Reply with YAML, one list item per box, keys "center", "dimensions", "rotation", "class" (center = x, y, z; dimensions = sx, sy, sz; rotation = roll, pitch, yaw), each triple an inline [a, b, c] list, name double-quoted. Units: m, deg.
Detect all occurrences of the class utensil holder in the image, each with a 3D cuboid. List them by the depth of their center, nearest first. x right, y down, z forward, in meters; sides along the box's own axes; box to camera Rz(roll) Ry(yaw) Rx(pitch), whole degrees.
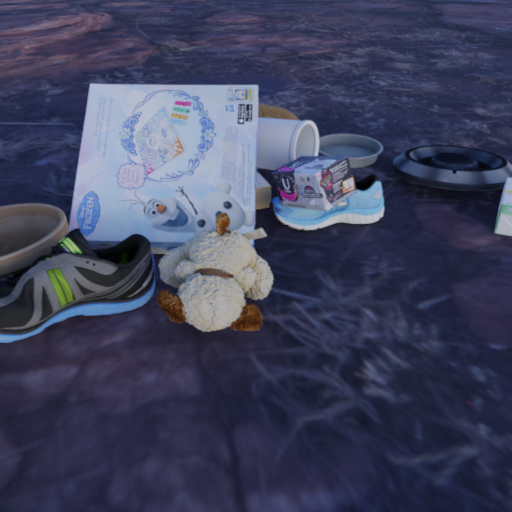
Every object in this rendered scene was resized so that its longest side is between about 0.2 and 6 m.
- center: [0.454, -2.175, 11.033]
  dimensions: [1.241, 1.055, 1.055]
  rotation: [13, 34, 28]
  class: "utensil holder"

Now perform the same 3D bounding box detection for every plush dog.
- center: [-0.528, 0.347, 7.427]
  dimensions: [1.647, 1.321, 1.414]
  rotation: [9, 54, -6]
  class: "plush dog"

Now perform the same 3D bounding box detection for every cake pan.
- center: [2.123, -2.444, 13.055]
  dimensions: [1.605, 0.294, 1.605]
  rotation: [0, 31, 0]
  class: "cake pan"

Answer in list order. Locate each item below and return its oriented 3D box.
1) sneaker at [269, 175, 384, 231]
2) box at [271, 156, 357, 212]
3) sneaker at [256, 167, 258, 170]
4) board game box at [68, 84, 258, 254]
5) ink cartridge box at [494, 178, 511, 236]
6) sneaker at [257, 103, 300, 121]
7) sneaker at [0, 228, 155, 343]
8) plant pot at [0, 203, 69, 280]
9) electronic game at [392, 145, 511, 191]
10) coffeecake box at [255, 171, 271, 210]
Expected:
- center: [1.287, -1.107, 10.233]
  dimensions: [2.175, 0.978, 0.853]
  rotation: [-8, 33, -12]
  class: "sneaker"
- center: [0.943, -1.235, 9.367]
  dimensions: [0.781, 0.678, 1.183]
  rotation: [-32, 24, -27]
  class: "box"
- center: [-0.690, -1.969, 12.091]
  dimensions: [1.498, 0.603, 0.662]
  rotation: [9, 39, 21]
  class: "sneaker"
- center: [-1.488, -1.521, 9.622]
  dimensions: [3.001, 0.654, 3.016]
  rotation: [2, 71, 1]
  class: "board game box"
- center: [4.906, -0.948, 10.200]
  dimensions: [0.850, 0.489, 1.451]
  rotation: [13, 45, 20]
  class: "ink cartridge box"
- center: [-0.023, -3.150, 13.653]
  dimensions: [2.387, 0.850, 1.343]
  rotation: [16, -8, -21]
  class: "sneaker"
- center: [-2.658, 0.264, 7.334]
  dimensions: [3.010, 1.247, 1.067]
  rotation: [-13, 32, -42]
  class: "sneaker"
- center: [-3.763, 0.038, 8.316]
  dimensions: [2.070, 0.955, 2.070]
  rotation: [-5, 29, 3]
  class: "plant pot"
- center: [4.168, -1.851, 11.854]
  dimensions: [2.514, 0.523, 2.514]
  rotation: [0, 25, 0]
  class: "electronic game"
- center: [-0.390, -1.367, 11.137]
  dimensions: [0.993, 0.472, 1.293]
  rotation: [-11, 33, -17]
  class: "coffeecake box"
